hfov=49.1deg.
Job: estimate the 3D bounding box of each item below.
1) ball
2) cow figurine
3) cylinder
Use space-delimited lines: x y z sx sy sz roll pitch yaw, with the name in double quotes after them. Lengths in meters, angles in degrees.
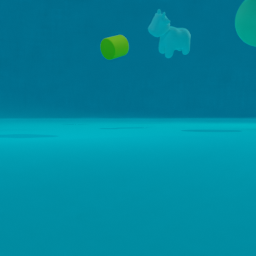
3.012 -2.420 6.229 1.182 1.182 1.182 0 2 0 "ball"
1.183 -2.603 7.688 1.287 1.267 0.707 -15 40 -18 "cow figurine"
-0.566 -3.418 11.855 0.884 0.884 0.884 2 24 46 "cylinder"
